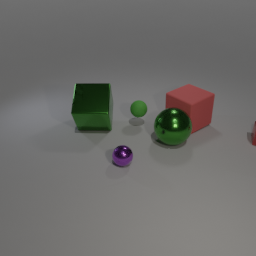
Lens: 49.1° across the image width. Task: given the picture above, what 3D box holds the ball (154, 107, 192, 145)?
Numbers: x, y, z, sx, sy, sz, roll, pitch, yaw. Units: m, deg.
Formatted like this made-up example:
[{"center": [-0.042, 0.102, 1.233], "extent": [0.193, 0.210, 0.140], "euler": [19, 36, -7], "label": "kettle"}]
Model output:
[{"center": [1.652, -0.056, 10.322], "extent": [1.400, 1.400, 1.400], "euler": [0, 30, 0], "label": "ball"}]

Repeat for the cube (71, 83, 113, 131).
[{"center": [-1.361, -0.814, 11.131], "extent": [1.400, 1.400, 1.400], "euler": [0, 63, 3], "label": "cube"}]

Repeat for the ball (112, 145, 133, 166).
[{"center": [-0.178, 0.920, 9.339], "extent": [0.700, 0.700, 0.700], "euler": [0, 30, 0], "label": "ball"}]

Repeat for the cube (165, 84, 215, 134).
[{"center": [2.511, -0.804, 11.544], "extent": [1.400, 1.400, 1.400], "euler": [-24, 38, -30], "label": "cube"}]

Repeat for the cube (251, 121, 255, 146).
[{"center": [5.095, 0.238, 10.534], "extent": [0.700, 0.700, 0.700], "euler": [9, 31, 15], "label": "cube"}]

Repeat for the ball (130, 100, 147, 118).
[{"center": [0.438, -0.776, 11.389], "extent": [0.700, 0.700, 0.700], "euler": [0, 30, 0], "label": "ball"}]
